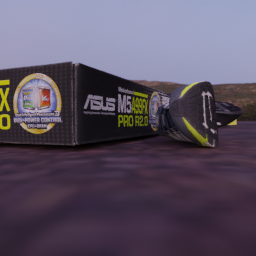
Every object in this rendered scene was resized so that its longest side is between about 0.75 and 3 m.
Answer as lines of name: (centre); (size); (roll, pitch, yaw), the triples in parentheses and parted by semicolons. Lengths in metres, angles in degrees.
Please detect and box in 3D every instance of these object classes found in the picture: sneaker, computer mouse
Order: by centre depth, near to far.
sneaker: (0.512, -0.063, 2.562); (0.577, 0.527, 1.427); (-6, -7, 18)
computer mouse: (1.750, -0.468, 7.944); (2.608, 0.600, 1.831); (-4, 24, -22)

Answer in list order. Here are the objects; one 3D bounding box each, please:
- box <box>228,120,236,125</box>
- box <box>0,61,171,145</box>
box: (2.278, -0.426, 9.332); (2.958, 0.741, 1.113); (-1, 2, -33)
box: (-0.819, -0.200, 3.536); (2.205, 0.609, 2.752); (1, 1, 24)
